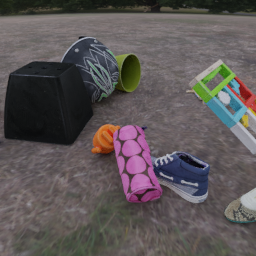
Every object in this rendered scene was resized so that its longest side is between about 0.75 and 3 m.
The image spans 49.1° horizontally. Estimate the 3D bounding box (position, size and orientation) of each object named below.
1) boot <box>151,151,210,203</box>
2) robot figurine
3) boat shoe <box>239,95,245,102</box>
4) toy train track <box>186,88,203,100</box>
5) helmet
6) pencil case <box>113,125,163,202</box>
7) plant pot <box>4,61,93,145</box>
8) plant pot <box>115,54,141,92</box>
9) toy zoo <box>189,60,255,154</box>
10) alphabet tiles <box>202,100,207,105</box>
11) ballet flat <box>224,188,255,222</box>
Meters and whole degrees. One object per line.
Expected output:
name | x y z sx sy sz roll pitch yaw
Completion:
boot | 1.151 1.007 7.698 2.398 1.083 0.872 22 36 35
robot figurine | -0.687 0.370 8.864 0.795 1.363 0.980 10 71 -13
boat shoe | 4.904 -1.211 12.332 0.638 0.705 1.978 -5 18 0
toy train track | 3.398 -1.768 13.681 0.929 0.263 1.620 -1 27 -3
helmet | -1.783 -2.512 12.283 2.934 2.934 2.797 -17 28 -28
pencil case | 0.269 0.943 7.529 1.013 1.046 2.232 -32 43 21
plant pot | -2.951 -1.110 10.360 2.617 2.322 2.611 4 28 10
plant pot | -0.652 -2.858 14.296 2.000 1.871 1.871 11 30 33
toy zoo | 2.993 -0.506 7.401 2.780 0.284 1.824 48 46 5
alphabet tiles | 4.041 -1.225 12.953 1.172 0.053 1.402 6 29 10
ballet flat | 3.340 1.762 6.614 2.087 0.786 0.708 0 29 0
